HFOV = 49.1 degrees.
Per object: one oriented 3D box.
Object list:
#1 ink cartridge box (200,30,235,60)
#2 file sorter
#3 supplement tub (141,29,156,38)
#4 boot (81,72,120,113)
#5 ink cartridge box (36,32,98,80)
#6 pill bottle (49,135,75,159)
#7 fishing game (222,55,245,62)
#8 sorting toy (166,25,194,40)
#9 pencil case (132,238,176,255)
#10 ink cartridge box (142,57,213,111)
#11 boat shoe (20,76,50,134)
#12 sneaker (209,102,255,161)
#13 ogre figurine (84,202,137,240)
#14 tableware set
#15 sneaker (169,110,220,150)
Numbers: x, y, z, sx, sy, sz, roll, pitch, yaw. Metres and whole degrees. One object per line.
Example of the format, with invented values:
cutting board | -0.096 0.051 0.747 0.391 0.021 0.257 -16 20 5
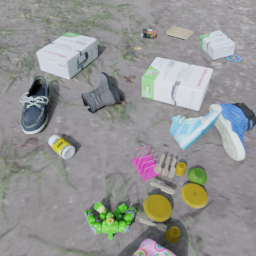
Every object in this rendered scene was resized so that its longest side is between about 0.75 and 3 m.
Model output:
ink cartridge box | 4.462 -4.180 14.100 1.128 0.650 1.546 -16 45 -5
file sorter | 0.572 1.052 8.679 0.606 0.547 0.872 -16 46 -18
supplement tub | 1.139 -5.199 15.417 0.785 0.481 0.481 7 44 6
boot | -1.288 -1.505 11.337 1.366 0.724 2.075 -19 42 -13
ink cartridge box | -2.790 -3.441 13.141 1.744 1.004 2.390 20 47 20
pill bottle | -2.189 0.605 9.197 0.867 0.495 0.495 32 52 30
fishing game | 5.209 -3.490 13.827 1.104 0.172 0.790 13 42 14
sorting toy | 2.933 -5.337 15.788 1.239 0.226 1.147 26 49 19
pencil case | -0.146 3.527 5.554 2.937 1.284 1.284 -34 53 -31
ink cartridge box | 1.997 -1.844 11.415 2.445 1.027 1.779 17 46 17
boat shoe | -3.461 -0.943 10.575 1.045 0.863 2.790 0 43 0
sneaker | 3.825 -0.017 9.509 1.401 0.967 2.519 -9 39 0
ogre figurine | -0.436 2.374 7.233 1.349 0.662 0.809 16 25 -12
tableware set | 1.353 1.927 7.799 1.663 0.379 2.469 19 48 7
sneaker | 2.139 -0.229 9.414 1.750 0.696 1.142 -41 67 -2
